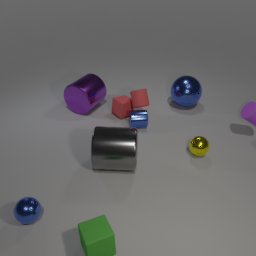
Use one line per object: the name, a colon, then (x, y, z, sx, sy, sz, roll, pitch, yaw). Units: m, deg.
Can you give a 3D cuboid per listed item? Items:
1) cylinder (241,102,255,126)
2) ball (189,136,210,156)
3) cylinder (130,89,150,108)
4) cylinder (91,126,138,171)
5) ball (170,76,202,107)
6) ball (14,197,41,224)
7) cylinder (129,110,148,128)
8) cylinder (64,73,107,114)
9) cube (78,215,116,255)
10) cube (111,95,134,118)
cylinder: (4.684, -0.518, 10.357, 0.700, 0.700, 0.700, 27, 28, -19)
ball: (2.480, 0.623, 9.732, 0.700, 0.700, 0.700, 0, 33, 0)
cylinder: (0.489, -1.216, 11.573, 0.700, 0.700, 0.700, -11, 1, 0)
cylinder: (-0.403, 0.664, 9.157, 1.400, 1.400, 1.400, 2, 33, 3)
ball: (2.620, -1.656, 12.635, 1.400, 1.400, 1.400, 0, 33, 0)
ball: (-2.679, 2.192, 7.477, 0.700, 0.700, 0.700, 0, 33, 0)
cylinder: (0.428, -0.375, 11.393, 0.700, 0.700, 0.700, -3, 33, -5)
cylinder: (-1.895, -1.536, 12.486, 1.400, 1.400, 1.400, 16, 38, 23)
cube: (-0.744, 2.656, 6.711, 0.700, 0.700, 0.700, -14, 30, -20)
cube: (-0.219, -0.938, 12.131, 0.700, 0.700, 0.700, -17, 37, -36)
